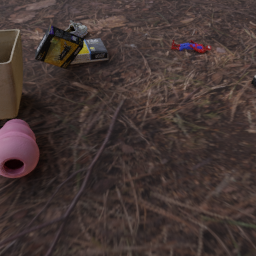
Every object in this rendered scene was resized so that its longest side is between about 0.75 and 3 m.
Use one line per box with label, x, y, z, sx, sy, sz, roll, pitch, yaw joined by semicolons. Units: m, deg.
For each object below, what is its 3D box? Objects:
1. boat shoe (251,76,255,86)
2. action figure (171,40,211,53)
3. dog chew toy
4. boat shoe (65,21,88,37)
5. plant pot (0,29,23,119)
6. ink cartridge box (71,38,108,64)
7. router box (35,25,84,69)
boat shoe;5.168;-1.766;10.178;1.406;0.525;0.652;-28;56;-22
action figure;2.825;-3.632;12.438;1.724;0.446;0.564;11;39;9
dog chew toy;-2.844;0.407;7.092;1.120;1.120;1.799;-11;35;-12
boat shoe;-2.577;-4.754;13.444;0.695;0.801;1.880;19;43;21
plant pot;-4.379;-1.502;8.557;2.356;2.088;2.358;-7;41;-8
ink cartridge box;-2.092;-3.462;12.177;2.061;0.490;2.085;-11;43;-13
router box;-2.527;-2.894;10.232;1.273;1.620;0.423;13;63;-31
